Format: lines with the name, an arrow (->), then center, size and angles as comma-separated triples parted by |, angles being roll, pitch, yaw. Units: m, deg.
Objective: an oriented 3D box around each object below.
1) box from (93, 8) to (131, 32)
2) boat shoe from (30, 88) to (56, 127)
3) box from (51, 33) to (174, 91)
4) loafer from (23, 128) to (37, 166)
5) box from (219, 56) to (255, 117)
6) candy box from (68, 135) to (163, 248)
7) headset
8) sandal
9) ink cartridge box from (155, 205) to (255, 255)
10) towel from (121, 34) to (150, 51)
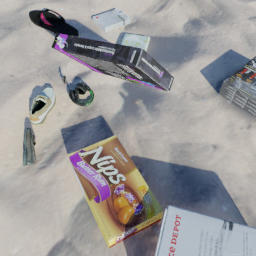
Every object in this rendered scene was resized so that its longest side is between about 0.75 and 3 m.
box -> -0.753, -5.098, 13.201 | 1.433, 0.295, 1.117 | -28, 57, -21
boat shoe -> -2.943, -0.852, 9.725 | 0.620, 0.567, 1.659 | 5, 52, 4
box -> -0.375, -1.793, 7.659 | 2.841, 2.031, 0.513 | 22, 92, 30
loafer -> -3.053, 0.587, 8.759 | 0.409, 0.467, 1.300 | 5, 57, -21
box -> 5.088, -1.234, 9.932 | 2.211, 0.698, 2.804 | -37, 61, -25
candy box -> -0.414, 1.608, 7.695 | 1.579, 0.764, 2.706 | -22, 57, -17
headset -> -1.821, -1.354, 10.085 | 1.323, 0.622, 0.817 | 36, 59, 12
sandal -> -3.405, -4.926, 12.828 | 2.944, 0.663, 1.106 | 34, 59, 23
ink cartridge box -> 1.941, 3.106, 6.079 | 2.726, 1.171, 1.996 | 12, 44, 12
towel -> 0.287, -3.557, 12.006 | 1.125, 0.316, 1.314 | 12, 53, 5
